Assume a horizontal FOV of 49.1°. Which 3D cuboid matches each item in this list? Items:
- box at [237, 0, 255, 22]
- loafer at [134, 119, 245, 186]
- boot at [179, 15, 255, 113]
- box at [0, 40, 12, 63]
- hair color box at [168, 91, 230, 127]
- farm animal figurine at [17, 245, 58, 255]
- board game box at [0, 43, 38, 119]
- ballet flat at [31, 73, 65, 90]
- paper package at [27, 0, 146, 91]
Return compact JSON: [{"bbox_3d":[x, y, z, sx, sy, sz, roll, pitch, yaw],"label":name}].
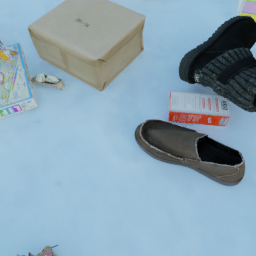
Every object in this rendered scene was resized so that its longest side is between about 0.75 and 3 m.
[{"bbox_3d":[5.293,-4.752,9.561,2.562,1.408,2.913,14,59,9],"label":"box"},{"bbox_3d":[1.467,0.368,6.542,2.742,0.973,1.001,20,60,12],"label":"loafer"},{"bbox_3d":[3.187,-1.770,7.418,3.166,1.191,2.367,-40,46,-18],"label":"boot"},{"bbox_3d":[-3.460,-2.149,7.624,0.179,0.864,0.515,-26,73,2],"label":"box"},{"bbox_3d":[1.846,-0.516,7.402,1.507,0.462,0.765,6,54,4],"label":"hair color box"},{"bbox_3d":[-1.933,2.642,5.279,0.549,1.052,1.041,39,94,20],"label":"farm animal figurine"},{"bbox_3d":[-3.582,-1.328,7.921,1.555,0.396,2.313,-19,59,-8],"label":"board game box"},{"bbox_3d":[-2.311,-1.384,8.003,1.099,0.370,0.374,13,60,11],"label":"ballet flat"},{"bbox_3d":[-1.107,-2.690,8.312,2.513,1.300,2.395,31,62,19],"label":"paper package"}]
